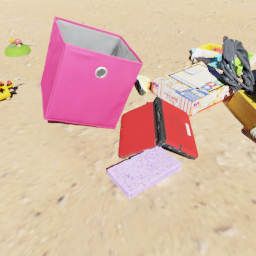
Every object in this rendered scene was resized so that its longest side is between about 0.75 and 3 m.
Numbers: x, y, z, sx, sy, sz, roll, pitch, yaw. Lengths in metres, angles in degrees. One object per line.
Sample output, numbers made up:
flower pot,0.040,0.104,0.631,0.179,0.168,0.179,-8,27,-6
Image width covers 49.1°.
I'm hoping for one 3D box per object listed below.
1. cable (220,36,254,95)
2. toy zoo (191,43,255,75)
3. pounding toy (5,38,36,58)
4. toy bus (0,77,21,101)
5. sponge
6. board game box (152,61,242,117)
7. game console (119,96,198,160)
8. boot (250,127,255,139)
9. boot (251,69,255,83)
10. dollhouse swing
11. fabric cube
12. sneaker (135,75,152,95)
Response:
cable,3.784,-2.015,9.633,1.797,0.560,2.203,17,63,-44
toy zoo,3.937,-3.065,12.004,2.683,0.275,1.760,24,44,27
pounding toy,-4.955,-3.781,12.598,1.131,0.680,1.465,4,38,5
toy bus,-4.151,-1.197,9.373,1.091,0.564,1.029,-21,7,19
sponge,0.416,1.007,6.811,1.613,0.241,0.900,-24,44,-27
board game box,2.366,-1.446,9.681,2.477,0.574,1.877,-24,44,-27
game console,0.824,0.173,7.927,1.770,1.219,2.053,26,35,-18
boot,4.258,0.244,7.550,1.549,0.558,1.198,-13,39,-14
boot,4.720,-1.606,9.735,1.405,0.537,1.181,34,33,27
dollhouse swing,4.547,-1.128,8.128,2.266,1.992,2.060,-7,38,-7
fabric cube,-1.202,-1.537,8.020,2.149,2.183,2.190,9,33,-27
sneaker,0.596,-1.571,9.942,0.551,0.477,1.221,-2,37,-7
